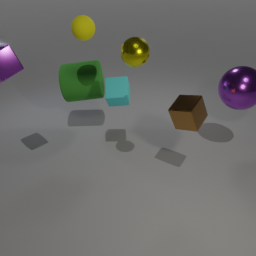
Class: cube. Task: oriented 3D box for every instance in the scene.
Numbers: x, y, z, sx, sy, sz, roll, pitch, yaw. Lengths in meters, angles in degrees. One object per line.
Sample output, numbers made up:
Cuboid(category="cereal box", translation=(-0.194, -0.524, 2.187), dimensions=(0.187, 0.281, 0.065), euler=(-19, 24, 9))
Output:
Cuboid(category="cube", translation=(1.624, -0.413, 7.548), dimensions=(0.700, 0.700, 0.700), euler=(8, 47, 42))
Cuboid(category="cube", translation=(-3.283, -1.698, 7.273), dimensions=(0.700, 0.700, 0.700), euler=(-40, 36, -21))
Cuboid(category="cube", translation=(-0.319, -1.138, 8.817), dimensions=(0.700, 0.700, 0.700), euler=(-3, 73, 6))

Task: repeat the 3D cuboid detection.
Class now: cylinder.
Cuboid(category="cylinder", translation=(-1.676, -1.732, 10.378), dimensions=(1.400, 1.400, 1.400), euler=(-7, 29, 4))

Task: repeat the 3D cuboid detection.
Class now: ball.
Cuboid(category="ball", translation=(0.172, -1.780, 6.585), dimensions=(0.700, 0.700, 0.700), euler=(0, 29, 0))
Cuboid(category="ball", translation=(-1.307, -2.913, 8.164), dimensions=(0.700, 0.700, 0.700), euler=(0, 29, 0))
Cuboid(category="ball", translation=(3.624, -1.278, 8.992), dimensions=(1.400, 1.400, 1.400), euler=(0, 29, 0))
